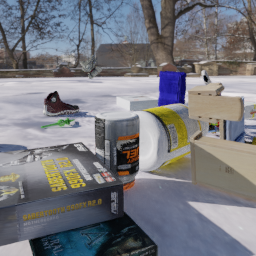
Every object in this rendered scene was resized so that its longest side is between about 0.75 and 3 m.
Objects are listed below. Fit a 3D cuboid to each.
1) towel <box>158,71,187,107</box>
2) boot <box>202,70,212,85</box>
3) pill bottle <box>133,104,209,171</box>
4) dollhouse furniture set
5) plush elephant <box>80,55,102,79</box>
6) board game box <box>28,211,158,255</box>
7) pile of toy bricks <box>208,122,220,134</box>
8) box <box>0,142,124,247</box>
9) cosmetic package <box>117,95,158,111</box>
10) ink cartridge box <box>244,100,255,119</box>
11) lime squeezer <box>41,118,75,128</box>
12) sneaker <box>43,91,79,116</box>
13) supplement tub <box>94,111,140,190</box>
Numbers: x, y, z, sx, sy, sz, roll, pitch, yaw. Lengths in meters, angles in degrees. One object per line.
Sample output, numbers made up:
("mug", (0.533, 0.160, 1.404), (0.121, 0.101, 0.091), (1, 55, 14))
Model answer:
("towel", (1.824, -1.492, 11.953), (1.343, 1.819, 0.451), (13, 18, 40))
("boot", (3.552, -2.138, 12.660), (0.336, 0.913, 0.436), (-19, 34, 27))
("pill bottle", (1.110, 0.132, 7.607), (1.492, 1.492, 2.663), (11, 17, 40))
("dollhouse furniture set", (2.690, 0.006, 6.150), (1.657, 2.398, 2.540), (11, 29, 38))
("plush elephant", (-1.762, -2.909, 13.697), (0.869, 0.817, 1.055), (-29, 39, 12))
("board game box", (-0.748, 1.517, 4.302), (1.488, 0.310, 2.200), (-7, 15, -27))
("pile of toy bricks", (3.105, -0.306, 10.772), (2.315, 1.284, 1.143), (-11, -27, 43))
("box", (-1.393, 0.916, 4.860), (1.910, 0.583, 2.411), (-6, 14, -23))
("cosmetic package", (0.499, -1.509, 16.531), (1.754, 0.601, 2.326), (-8, 15, -20))
("ink cartridge box", (5.756, -0.917, 13.758), (1.649, 0.688, 1.197), (-7, 15, -28))
("lime squeezer", (-2.733, -0.200, 11.823), (0.627, 0.335, 1.775), (-29, -7, 39))
("sneaker", (-3.382, -1.321, 14.361), (0.786, 1.200, 2.077), (12, 18, 40))
("supplement tub", (-0.226, 0.468, 6.000), (0.962, 1.570, 0.962), (0, 14, 0))
